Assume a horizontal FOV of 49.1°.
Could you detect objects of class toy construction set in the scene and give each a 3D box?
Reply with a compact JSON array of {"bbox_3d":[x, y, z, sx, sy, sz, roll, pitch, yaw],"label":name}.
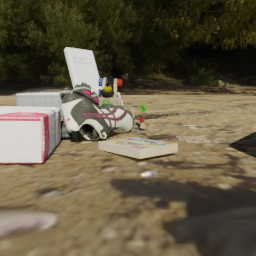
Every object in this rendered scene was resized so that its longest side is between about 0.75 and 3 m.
[{"bbox_3d":[-0.336,-0.488,8.326,2.016,1.681,1.549,23,18,-10],"label":"toy construction set"}]

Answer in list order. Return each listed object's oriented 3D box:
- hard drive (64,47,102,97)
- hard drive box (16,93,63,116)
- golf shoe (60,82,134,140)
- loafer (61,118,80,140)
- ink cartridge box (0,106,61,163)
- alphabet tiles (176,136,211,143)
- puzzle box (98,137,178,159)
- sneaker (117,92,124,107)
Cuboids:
[{"bbox_3d":[-1.413,-1.781,9.084,1.064,1.614,0.215,-7,-13,-46],"label":"hard drive"},{"bbox_3d":[-3.638,-1.163,13.426,2.693,1.034,2.099,0,9,-3],"label":"hard drive box"},{"bbox_3d":[-0.729,-0.140,7.081,0.989,1.129,2.562,-16,-24,31],"label":"golf shoe"},{"bbox_3d":[-1.622,-0.120,7.627,0.611,0.698,1.943,-7,11,-5],"label":"loafer"},{"bbox_3d":[-2.221,0.047,5.552,1.508,0.878,2.071,1,9,-5],"label":"ink cartridge box"},{"bbox_3d":[1.607,0.279,6.961,0.740,0.033,0.885,1,8,2],"label":"alphabet tiles"},{"bbox_3d":[0.154,0.366,5.545,0.940,0.180,1.412,-6,7,-36],"label":"puzzle box"},{"bbox_3d":[-1.105,-1.186,14.845,1.106,1.069,2.652,-23,11,-32],"label":"sneaker"}]
